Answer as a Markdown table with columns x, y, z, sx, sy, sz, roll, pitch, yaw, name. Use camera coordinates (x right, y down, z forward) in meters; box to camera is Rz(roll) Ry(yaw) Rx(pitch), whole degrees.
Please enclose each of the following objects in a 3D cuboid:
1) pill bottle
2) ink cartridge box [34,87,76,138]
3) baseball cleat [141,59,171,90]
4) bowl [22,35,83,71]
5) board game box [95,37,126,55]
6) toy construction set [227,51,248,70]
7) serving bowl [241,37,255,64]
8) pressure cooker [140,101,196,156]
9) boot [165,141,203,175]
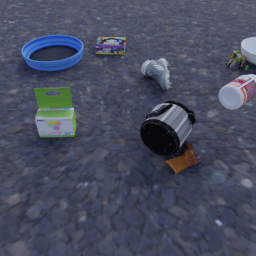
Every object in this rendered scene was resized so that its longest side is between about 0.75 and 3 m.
| x | y | z | sx | sy | sz | roll | pitch | yaw | name |
| --- | --- | --- | --- | --- | --- | --- | --- | --- | --- |
| 3.081 | -1.021 | 7.613 | 1.219 | 0.688 | 0.688 | -29 | 49 | -33 | pill bottle |
| -2.159 | -0.437 | 8.212 | 1.074 | 1.453 | 0.551 | -1 | 42 | -2 | ink cartridge box |
| 1.063 | -2.022 | 10.676 | 1.129 | 0.739 | 2.120 | -2 | 31 | 6 | baseball cleat |
| -3.213 | -3.262 | 12.120 | 2.588 | 0.508 | 2.588 | 0 | 41 | 0 | bowl |
| -0.779 | -3.770 | 12.798 | 1.311 | 0.372 | 1.084 | 1 | 40 | 1 | board game box |
| 4.536 | -2.942 | 11.597 | 0.784 | 0.722 | 0.940 | 3 | 41 | 3 | toy construction set |
| 5.773 | -3.135 | 11.857 | 2.013 | 0.662 | 2.013 | -1 | 42 | 0 | serving bowl |
| 1.159 | -0.065 | 7.971 | 1.253 | 1.272 | 1.424 | 31 | 51 | 17 | pressure cooker |
| 1.443 | 0.809 | 7.777 | 0.935 | 0.320 | 0.881 | -23 | 53 | -13 | boot |
